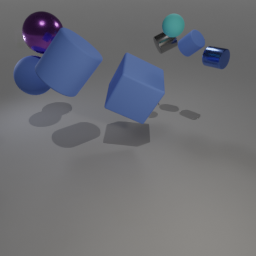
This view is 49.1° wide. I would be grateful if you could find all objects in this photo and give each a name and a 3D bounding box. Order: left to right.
[{"bbox_3d":[-3.362,-1.883,10.069,1.400,1.400,1.400,0,29,0],"label":"ball"},{"bbox_3d":[-2.903,-3.264,9.647,1.400,1.400,1.400,0,29,0],"label":"ball"},{"bbox_3d":[-1.679,-1.851,7.985,1.400,1.400,1.400,36,19,-14],"label":"cylinder"},{"bbox_3d":[0.215,-1.264,8.966,1.400,1.400,1.400,22,39,-14],"label":"cube"},{"bbox_3d":[1.419,-3.287,10.629,0.700,0.700,0.700,-27,31,2],"label":"cylinder"},{"bbox_3d":[1.426,-3.222,8.814,0.700,0.700,0.700,0,29,0],"label":"ball"},{"bbox_3d":[2.286,-3.056,10.116,0.700,0.700,0.700,-26,-1,-39],"label":"cylinder"},{"bbox_3d":[3.086,-2.469,9.823,0.700,0.700,0.700,-24,36,-37],"label":"cylinder"}]
